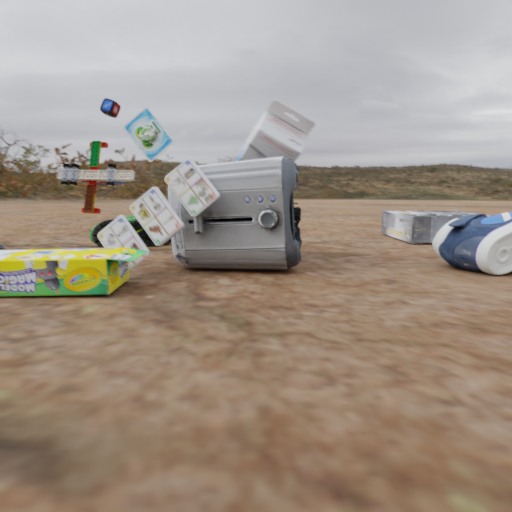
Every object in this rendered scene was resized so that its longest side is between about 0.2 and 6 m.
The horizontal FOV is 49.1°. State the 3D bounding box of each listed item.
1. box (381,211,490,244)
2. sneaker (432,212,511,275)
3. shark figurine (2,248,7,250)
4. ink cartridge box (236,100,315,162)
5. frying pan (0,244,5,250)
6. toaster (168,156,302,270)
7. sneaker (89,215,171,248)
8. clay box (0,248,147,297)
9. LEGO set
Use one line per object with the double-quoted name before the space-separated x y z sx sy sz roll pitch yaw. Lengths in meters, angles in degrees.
"box" 4.366 -0.716 13.457 2.082 0.635 2.629 0 7 -3
"sneaker" 3.910 -0.421 8.850 2.229 0.898 1.632 -21 17 -14
"shark figurine" -5.417 -0.385 10.844 0.865 1.447 0.604 31 58 14
"ink cartridge box" 0.316 -2.042 10.424 0.919 0.529 1.587 28 -33 -9
"frying pan" -5.323 0.002 8.901 2.450 0.399 1.482 -5 8 -22
"toaster" -0.254 -0.732 9.259 1.988 1.749 3.078 -2 10 5
"sneaker" -2.581 -0.589 11.972 1.996 0.779 0.850 -5 8 -30
"clay box" -2.444 0.189 7.001 2.025 0.482 1.163 0 7 0
"LEGO set" -1.829 -1.133 8.169 1.764 2.362 0.580 -40 -15 4
